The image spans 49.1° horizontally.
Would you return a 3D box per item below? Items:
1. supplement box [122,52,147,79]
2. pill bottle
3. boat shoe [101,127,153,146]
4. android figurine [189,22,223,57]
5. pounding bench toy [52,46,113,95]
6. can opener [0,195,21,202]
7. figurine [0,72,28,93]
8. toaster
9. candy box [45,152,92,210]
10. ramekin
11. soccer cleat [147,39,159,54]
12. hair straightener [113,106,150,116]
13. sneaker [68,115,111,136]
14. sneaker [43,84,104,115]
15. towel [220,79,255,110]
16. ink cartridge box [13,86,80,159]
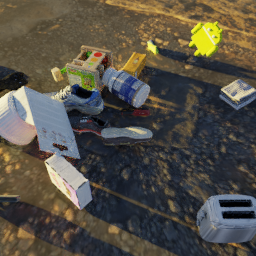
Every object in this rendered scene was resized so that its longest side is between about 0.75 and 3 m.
[{"bbox_3d":[0.244,-2.905,13.954,0.702,0.726,2.109,18,53,14],"label":"supplement box"},{"bbox_3d":[-0.139,-1.866,12.587,2.043,1.134,1.134,33,56,17],"label":"pill bottle"},{"bbox_3d":[-0.046,0.383,11.148,2.017,0.600,0.724,0,33,-2],"label":"boat shoe"},{"bbox_3d":[3.058,-3.478,10.936,0.300,1.461,1.330,-19,78,-41],"label":"android figurine"},{"bbox_3d":[-2.128,-2.851,13.346,2.459,1.527,1.918,15,51,13],"label":"pounding bench toy"},{"bbox_3d":[-4.341,2.484,9.558,1.282,0.338,0.426,-4,84,-2],"label":"can opener"},{"bbox_3d":[-5.507,-1.328,12.339,2.821,1.245,2.891,-25,54,-25],"label":"figurine"},{"bbox_3d":[3.177,2.776,8.584,2.038,1.316,1.158,1,50,1],"label":"toaster"},{"bbox_3d":[-1.982,1.784,9.424,1.601,1.343,0.573,35,58,27],"label":"candy box"},{"bbox_3d":[-4.170,-0.446,10.802,0.990,2.030,2.030,-34,48,18],"label":"ramekin"},{"bbox_3d":[1.369,-4.448,15.589,0.494,0.382,1.180,-28,53,15],"label":"soccer cleat"},{"bbox_3d":[0.147,-0.721,12.385,1.600,0.327,0.616,-7,28,1],"label":"hair straightener"},{"bbox_3d":[-1.620,-0.288,11.576,2.012,0.824,0.775,10,50,9],"label":"sneaker"},{"bbox_3d":[-2.525,-1.426,12.291,2.933,1.249,1.130,2,49,3],"label":"sneaker"},{"bbox_3d":[5.080,-1.594,12.866,1.402,0.600,1.161,-27,53,-21],"label":"towel"},{"bbox_3d":[-3.017,-0.052,10.576,0.644,2.182,2.725,-31,64,18],"label":"ink cartridge box"}]
